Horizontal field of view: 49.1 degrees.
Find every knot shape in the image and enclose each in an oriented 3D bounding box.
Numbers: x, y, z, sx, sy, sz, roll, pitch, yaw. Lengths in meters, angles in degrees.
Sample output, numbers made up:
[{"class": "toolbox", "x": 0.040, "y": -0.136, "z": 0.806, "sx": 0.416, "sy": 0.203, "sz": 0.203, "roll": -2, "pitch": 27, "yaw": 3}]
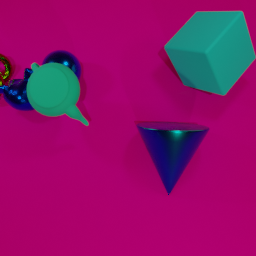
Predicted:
[{"class": "knot shape", "x": -3.672, "y": -1.367, "z": 7.142, "sx": 1.173, "sy": 0.579, "sz": 1.254, "roll": 17, "pitch": 79, "yaw": -14}]

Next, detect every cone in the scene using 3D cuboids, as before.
[{"class": "cone", "x": 0.976, "y": 0.760, "z": 6.431, "sx": 1.636, "sy": 1.636, "sz": 1.642, "roll": 2, "pitch": 97, "yaw": 1}]

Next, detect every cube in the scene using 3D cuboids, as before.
[{"class": "cube", "x": 1.968, "y": -1.814, "z": 6.716, "sx": 1.335, "sy": 1.335, "sz": 1.335, "roll": -48, "pitch": 39, "yaw": -11}]

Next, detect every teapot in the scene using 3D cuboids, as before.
[{"class": "teapot", "x": -1.545, "y": -0.767, "z": 6.200, "sx": 1.156, "sy": 0.910, "sz": 1.859, "roll": -42, "pitch": 82, "yaw": 3}]

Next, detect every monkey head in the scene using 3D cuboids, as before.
[{"class": "monkey head", "x": -2.544, "y": -0.911, "z": 6.868, "sx": 1.374, "sy": 0.988, "sz": 0.828, "roll": 22, "pitch": 44, "yaw": -19}]

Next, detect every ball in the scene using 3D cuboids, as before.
[{"class": "ball", "x": -1.682, "y": -1.468, "z": 7.106, "sx": 0.997, "sy": 0.997, "sz": 0.997, "roll": 0, "pitch": 71, "yaw": 0}]
